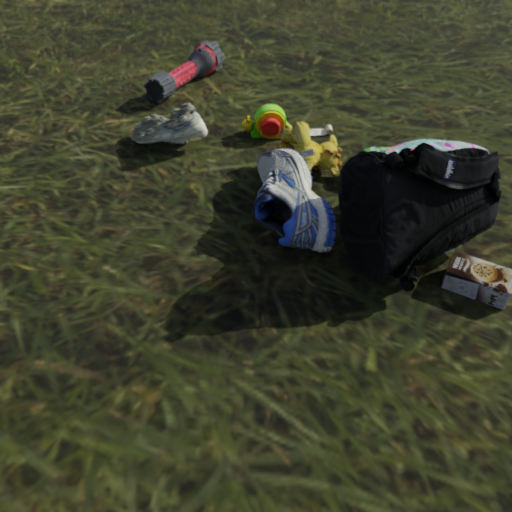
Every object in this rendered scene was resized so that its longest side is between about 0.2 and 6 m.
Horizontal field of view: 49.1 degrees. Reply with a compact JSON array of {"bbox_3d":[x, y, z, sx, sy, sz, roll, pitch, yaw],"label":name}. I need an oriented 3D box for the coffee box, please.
[{"bbox_3d":[4.043,0.432,10.177,1.146,0.457,0.647,20,47,20],"label":"coffee box"}]

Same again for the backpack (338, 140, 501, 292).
[{"bbox_3d":[3.050,-1.118,10.403,3.126,2.608,1.979,-19,30,-28],"label":"backpack"}]

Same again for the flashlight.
[{"bbox_3d":[-1.987,-5.219,15.852,0.915,0.912,2.693,20,45,26],"label":"flashlight"}]

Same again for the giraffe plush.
[{"bbox_3d":[1.308,-2.321,12.698,1.214,1.292,1.497,0,20,-33],"label":"giraffe plush"}]

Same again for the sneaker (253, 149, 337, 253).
[{"bbox_3d":[0.493,-1.237,11.309,1.276,1.154,2.994,-5,41,-23],"label":"sneaker"}]

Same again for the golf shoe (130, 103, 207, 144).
[{"bbox_3d":[-2.123,-2.963,13.637,2.034,0.989,0.796,-4,60,32],"label":"golf shoe"}]

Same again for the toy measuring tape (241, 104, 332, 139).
[{"bbox_3d":[0.783,-3.376,13.981,2.295,0.844,0.844,-2,43,-2],"label":"toy measuring tape"}]

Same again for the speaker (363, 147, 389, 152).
[{"bbox_3d":[3.300,-2.101,12.591,1.747,0.772,0.772,-1,43,4],"label":"speaker"}]
